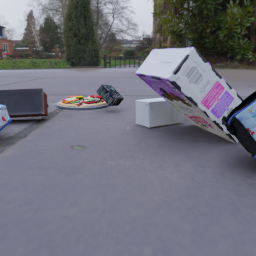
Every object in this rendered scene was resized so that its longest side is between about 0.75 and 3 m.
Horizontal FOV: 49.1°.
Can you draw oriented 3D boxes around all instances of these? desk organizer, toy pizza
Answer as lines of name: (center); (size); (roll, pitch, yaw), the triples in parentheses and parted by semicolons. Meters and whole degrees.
desk organizer: (-4.044, -0.785, 9.569); (2.442, 0.876, 0.940); (-3, -4, -6)
toy pizza: (-2.001, -1.235, 12.738); (2.420, 0.383, 2.420); (0, 15, 0)

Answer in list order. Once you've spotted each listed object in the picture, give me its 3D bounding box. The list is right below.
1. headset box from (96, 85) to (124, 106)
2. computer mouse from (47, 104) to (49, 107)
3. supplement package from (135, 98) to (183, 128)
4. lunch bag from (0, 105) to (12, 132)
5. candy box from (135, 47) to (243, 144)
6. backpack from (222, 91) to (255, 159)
headset box: (-0.737, -1.342, 11.292); (0.899, 0.417, 0.783); (47, 23, 13)
computer mouse: (-3.528, -0.891, 11.149); (1.392, 0.408, 0.237); (19, -20, 48)
supplement package: (1.042, -0.548, 9.253); (1.401, 0.819, 0.822); (-8, 14, -29)
lunch bag: (-4.099, -0.093, 7.371); (1.695, 0.640, 1.358); (-4, 31, 13)
candy box: (1.797, -0.951, 7.724); (2.709, 0.969, 2.272); (37, 0, -22)
backpack: (3.215, -0.263, 5.348); (1.546, 2.104, 1.925); (53, 25, 19)
